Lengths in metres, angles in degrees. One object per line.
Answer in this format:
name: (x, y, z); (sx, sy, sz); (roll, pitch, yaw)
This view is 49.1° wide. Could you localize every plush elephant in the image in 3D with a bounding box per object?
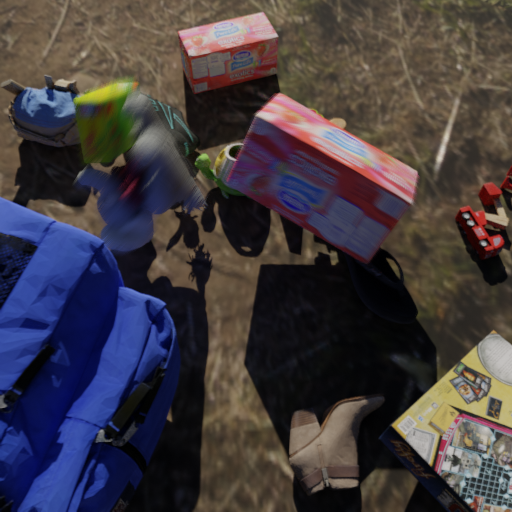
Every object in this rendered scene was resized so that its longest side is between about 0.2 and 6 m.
plush elephant: (-2.309, -1.354, 10.526); (2.003, 2.587, 2.131); (-27, 50, 2)

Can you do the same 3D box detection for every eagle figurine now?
eagle figurine: (-1.612, -1.607, 11.745); (0.642, 0.851, 0.645); (5, 67, 14)

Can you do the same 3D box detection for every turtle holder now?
turtle holder: (-0.460, -1.925, 11.952); (1.408, 1.000, 1.069); (28, 63, 16)

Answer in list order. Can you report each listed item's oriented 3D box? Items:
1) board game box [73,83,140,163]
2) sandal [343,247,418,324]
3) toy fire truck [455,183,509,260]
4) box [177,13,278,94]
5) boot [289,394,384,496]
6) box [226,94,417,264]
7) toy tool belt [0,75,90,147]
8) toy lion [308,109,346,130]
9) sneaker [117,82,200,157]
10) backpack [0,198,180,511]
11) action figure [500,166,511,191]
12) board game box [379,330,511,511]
board game box: (-2.807, -2.672, 11.023); (0.540, 1.151, 2.266); (-1, 23, 7)
sandal: (2.237, 0.135, 10.703); (1.005, 0.566, 2.644); (-5, 53, -28)
toy fire truck: (4.770, -0.721, 11.561); (1.102, 0.381, 1.562); (-15, 59, -9)
box: (-0.683, -5.006, 13.800); (2.247, 1.153, 1.064); (-18, 60, -10)
boot: (1.403, 3.072, 9.110); (1.829, 0.642, 1.337); (-12, 65, -7)
box: (1.214, -1.430, 10.288); (3.030, 1.555, 1.434); (29, 36, 2)
toy tool belt: (-4.348, -3.257, 12.516); (2.361, 1.451, 1.474); (6, 58, 4)
toy lion: (1.046, -2.654, 12.728); (1.720, 0.616, 1.795); (20, 60, 20)
sneaker: (-2.321, -3.099, 12.870); (1.017, 0.967, 2.565); (-29, 69, -31)
backpack: (-3.638, 2.322, 7.446); (4.291, 4.155, 5.114); (21, 59, 9)
action figure: (6.367, -1.285, 11.866); (2.146, 0.555, 0.702); (28, 60, 14)
board game box: (3.704, 2.724, 8.867); (3.063, 0.530, 2.075); (-28, 61, -33)
